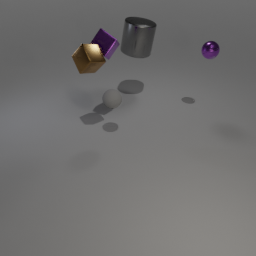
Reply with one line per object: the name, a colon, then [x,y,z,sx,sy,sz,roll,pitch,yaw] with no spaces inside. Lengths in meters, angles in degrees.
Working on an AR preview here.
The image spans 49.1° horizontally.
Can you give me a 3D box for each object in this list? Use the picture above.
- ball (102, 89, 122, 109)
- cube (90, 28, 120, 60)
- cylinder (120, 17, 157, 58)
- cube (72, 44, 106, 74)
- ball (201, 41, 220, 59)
ball: [-0.567,-1.044,10.023,0.700,0.700,0.700,0,32,0]
cube: [-0.811,-2.921,9.799,0.700,0.700,0.700,36,7,3]
cylinder: [0.446,-4.013,12.404,1.400,1.400,1.400,8,35,-5]
cube: [-1.294,-2.280,9.249,0.700,0.700,0.700,-17,77,-47]
ball: [3.252,-3.073,11.049,0.700,0.700,0.700,0,32,0]
